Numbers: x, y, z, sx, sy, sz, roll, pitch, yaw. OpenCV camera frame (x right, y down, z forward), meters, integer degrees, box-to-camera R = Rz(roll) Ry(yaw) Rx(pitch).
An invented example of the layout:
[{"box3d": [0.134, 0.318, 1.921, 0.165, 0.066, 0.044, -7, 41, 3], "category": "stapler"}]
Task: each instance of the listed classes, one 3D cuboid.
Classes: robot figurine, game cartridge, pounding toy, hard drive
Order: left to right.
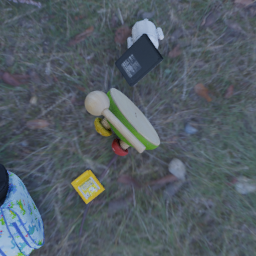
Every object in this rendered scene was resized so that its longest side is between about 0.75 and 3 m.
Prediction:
[{"box3d": [-1.167, 1.698, 8.160, 0.674, 0.124, 0.765, -38, 81, -8], "category": "game cartridge"}, {"box3d": [-0.278, 0.055, 7.467, 1.207, 2.601, 2.008, -41, 82, 14], "category": "pounding toy"}, {"box3d": [0.297, -1.952, 8.146, 1.309, 0.215, 0.913, -37, 82, 36], "category": "hard drive"}, {"box3d": [0.527, -2.759, 8.659, 1.151, 0.766, 1.357, -16, 55, 19], "category": "robot figurine"}]

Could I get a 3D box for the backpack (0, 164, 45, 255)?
[{"box3d": [-3.084, 2.228, 6.950, 1.877, 1.991, 2.441, -7, 112, -22], "category": "backpack"}]
